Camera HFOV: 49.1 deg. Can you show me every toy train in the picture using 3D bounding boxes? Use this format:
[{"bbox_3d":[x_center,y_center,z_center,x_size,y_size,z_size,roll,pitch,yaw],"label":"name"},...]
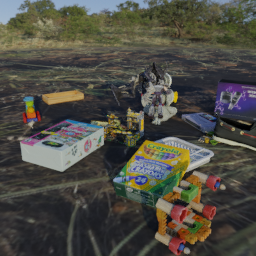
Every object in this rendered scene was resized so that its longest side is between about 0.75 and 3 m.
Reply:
[{"bbox_3d":[-3.904,-0.669,11.275,0.671,0.917,1.585,-9,22,-20],"label":"toy train"}]

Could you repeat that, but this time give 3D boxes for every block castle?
[{"bbox_3d":[1.196,1.555,5.226,0.706,1.005,1.504,19,28,38],"label":"block castle"}]

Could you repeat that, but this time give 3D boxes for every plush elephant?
[{"bbox_3d":[1.306,-1.026,11.624,1.418,1.333,1.722,5,21,12],"label":"plush elephant"}]

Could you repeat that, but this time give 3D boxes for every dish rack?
[{"bbox_3d":[1.389,0.799,8.131,1.512,0.383,1.761,-16,26,-35],"label":"dish rack"}]

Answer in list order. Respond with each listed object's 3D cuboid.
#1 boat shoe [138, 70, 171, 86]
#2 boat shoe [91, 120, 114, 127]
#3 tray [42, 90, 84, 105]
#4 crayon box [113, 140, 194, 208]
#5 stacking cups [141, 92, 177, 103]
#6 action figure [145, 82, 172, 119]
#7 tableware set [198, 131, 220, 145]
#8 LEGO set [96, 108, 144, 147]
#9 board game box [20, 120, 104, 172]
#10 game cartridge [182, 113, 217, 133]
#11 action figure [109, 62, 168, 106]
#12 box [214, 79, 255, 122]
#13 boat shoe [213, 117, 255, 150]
[{"bbox_3d":[1.124,-2.118,12.150,0.588,0.702,1.966,4,14,-30],"label":"boat shoe"},{"bbox_3d":[-0.926,-0.105,10.765,1.016,0.320,0.371,5,10,-5],"label":"boat shoe"},{"bbox_3d":[-3.382,-1.607,14.617,1.915,0.355,0.944,-14,25,-30],"label":"tray"},{"bbox_3d":[0.690,0.966,6.819,1.236,0.507,1.966,11,37,29],"label":"crayon box"},{"bbox_3d":[1.584,-1.660,14.491,1.854,0.561,0.561,7,22,23],"label":"stacking cups"},{"bbox_3d":[1.145,-1.185,10.723,1.086,1.669,0.579,0,-17,19],"label":"action figure"},{"bbox_3d":[2.972,0.304,9.758,0.736,0.168,1.093,16,26,36],"label":"tableware set"},{"bbox_3d":[-0.261,-0.156,9.711,1.817,1.053,1.397,13,24,32],"label":"LEGO set"},{"bbox_3d":[-1.943,0.456,8.649,1.553,0.677,2.106,11,23,25],"label":"board game box"},{"bbox_3d":[2.998,-0.262,11.134,1.062,0.314,1.638,-11,23,-17],"label":"game cartridge"},{"bbox_3d":[0.549,-1.443,9.739,2.210,1.128,1.313,-25,-20,-2],"label":"action figure"},{"bbox_3d":[4.835,-1.147,11.707,2.141,1.511,0.844,11,24,27],"label":"box"},{"bbox_3d":[4.081,0.236,9.030,2.570,0.805,0.940,15,21,24],"label":"boat shoe"}]
